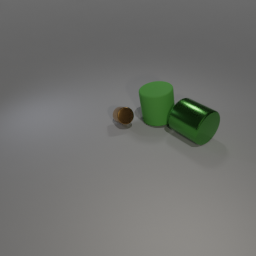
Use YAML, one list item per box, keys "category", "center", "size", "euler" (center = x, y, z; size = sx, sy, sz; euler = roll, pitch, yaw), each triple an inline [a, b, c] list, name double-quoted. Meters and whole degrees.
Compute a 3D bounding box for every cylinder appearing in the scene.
- category: "cylinder"
  center: [-0.199, -0.518, 11.439]
  size: [0.700, 0.700, 0.700]
  euler: [-12, 10, -18]
- category: "cylinder"
  center: [2.518, -0.266, 10.693]
  size: [1.400, 1.400, 1.400]
  euler: [-23, 39, -31]
- category: "cylinder"
  center: [1.222, -1.024, 11.646]
  size: [1.400, 1.400, 1.400]
  euler: [-8, 34, 5]
